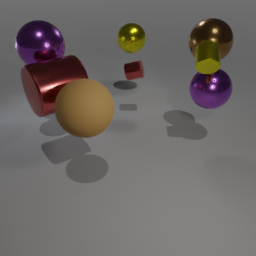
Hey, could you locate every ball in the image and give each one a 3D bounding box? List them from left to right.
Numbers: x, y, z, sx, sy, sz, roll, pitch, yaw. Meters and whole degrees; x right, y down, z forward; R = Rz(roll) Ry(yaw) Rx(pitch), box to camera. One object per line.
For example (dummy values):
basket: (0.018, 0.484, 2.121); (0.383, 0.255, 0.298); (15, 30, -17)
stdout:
ball: (-2.565, -2.432, 8.257); (1.400, 1.400, 1.400); (0, 29, 0)
ball: (-1.028, -0.465, 6.667); (1.400, 1.400, 1.400); (0, 29, 0)
ball: (0.172, -4.323, 13.509); (1.400, 1.400, 1.400); (0, 29, 0)
ball: (2.780, -1.338, 9.434); (1.400, 1.400, 1.400); (0, 29, 0)
ball: (2.682, -2.814, 9.088); (1.400, 1.400, 1.400); (0, 29, 0)

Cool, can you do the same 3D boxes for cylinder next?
cylinder: (-1.960, -1.151, 7.604); (1.400, 1.400, 1.400); (-22, 36, -29)
cylinder: (0.261, -2.353, 11.461); (0.700, 0.700, 0.700); (-9, 27, 14)
cylinder: (2.330, -2.059, 8.184); (0.700, 0.700, 0.700); (4, 66, 7)
